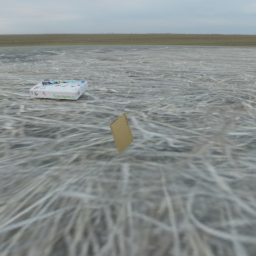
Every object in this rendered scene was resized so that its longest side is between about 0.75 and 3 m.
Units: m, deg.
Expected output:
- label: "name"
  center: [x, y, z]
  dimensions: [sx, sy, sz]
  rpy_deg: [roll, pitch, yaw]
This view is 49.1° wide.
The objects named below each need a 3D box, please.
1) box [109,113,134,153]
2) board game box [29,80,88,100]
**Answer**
- label: "box"
  center: [-0.142, 0.123, 6.738]
  dimensions: [0.083, 0.777, 0.635]
  rpy_deg: [2, 29, 36]
- label: "board game box"
  center: [-3.013, -1.719, 12.319]
  dimensions: [2.156, 0.373, 1.361]
  rpy_deg: [4, 29, 13]
